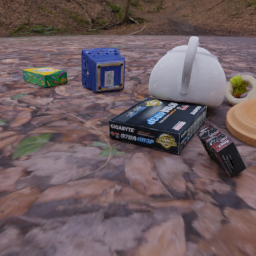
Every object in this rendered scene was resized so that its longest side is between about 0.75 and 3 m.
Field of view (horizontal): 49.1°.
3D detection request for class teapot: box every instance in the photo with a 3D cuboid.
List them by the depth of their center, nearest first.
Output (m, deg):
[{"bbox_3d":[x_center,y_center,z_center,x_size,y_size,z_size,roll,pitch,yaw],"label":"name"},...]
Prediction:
[{"bbox_3d":[2.175,-2.004,10.006,2.940,2.175,2.978,4,10,-33],"label":"teapot"}]

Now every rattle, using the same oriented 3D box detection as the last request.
[{"bbox_3d":[4.770,-1.032,10.915,1.351,1.483,2.076,-39,51,-9],"label":"rattle"}]

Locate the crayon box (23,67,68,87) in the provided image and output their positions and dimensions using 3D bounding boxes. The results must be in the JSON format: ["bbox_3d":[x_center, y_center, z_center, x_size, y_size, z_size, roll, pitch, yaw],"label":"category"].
[{"bbox_3d":[-4.281,-2.665,14.434,2.166,0.631,1.287,19,29,38],"label":"crayon box"}]

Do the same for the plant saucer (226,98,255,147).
[{"bbox_3d":[4.467,-0.277,8.262,2.964,0.478,2.964,-5,29,3],"label":"plant saucer"}]

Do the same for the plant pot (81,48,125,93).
[{"bbox_3d":[-1.087,-2.614,12.963,1.806,1.806,1.623,-9,31,-22],"label":"plant pot"}]

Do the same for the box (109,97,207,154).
[{"bbox_3d":[0.989,-0.205,8.473,2.109,0.610,2.653,12,25,27],"label":"box"}]

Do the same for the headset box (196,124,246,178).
[{"bbox_3d":[2.117,0.520,6.330,0.435,0.838,1.127,-34,26,3],"label":"headset box"}]
